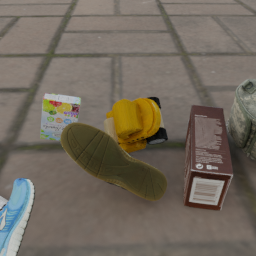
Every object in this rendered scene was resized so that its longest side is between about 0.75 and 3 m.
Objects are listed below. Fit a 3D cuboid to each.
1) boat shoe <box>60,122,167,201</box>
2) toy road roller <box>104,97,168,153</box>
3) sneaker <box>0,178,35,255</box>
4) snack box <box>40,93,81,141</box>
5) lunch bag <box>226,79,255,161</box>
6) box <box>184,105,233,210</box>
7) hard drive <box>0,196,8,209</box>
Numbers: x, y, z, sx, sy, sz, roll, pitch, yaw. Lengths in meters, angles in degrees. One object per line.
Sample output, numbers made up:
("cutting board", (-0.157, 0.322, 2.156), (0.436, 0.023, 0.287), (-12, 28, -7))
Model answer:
("boat shoe", (-0.298, 0.662, 5.066), (2.121, 0.697, 0.758), (32, 70, -12))
("toy road roller", (-0.029, -0.077, 5.637), (1.527, 1.115, 0.938), (-21, 70, 34))
("sneaker", (-1.697, 1.253, 3.749), (0.666, 0.581, 1.481), (20, 39, -15))
("snack box", (-1.424, -0.196, 5.876), (0.737, 1.036, 0.274), (8, 38, -13))
("lunch bag", (2.722, -0.130, 5.694), (1.134, 1.627, 1.365), (-38, 61, -8))
("box", (1.552, 0.512, 5.650), (0.757, 1.012, 2.020), (6, 39, 7))
("hard drive", (-2.630, 1.495, 5.046), (1.076, 0.203, 0.751), (22, 43, 24))
